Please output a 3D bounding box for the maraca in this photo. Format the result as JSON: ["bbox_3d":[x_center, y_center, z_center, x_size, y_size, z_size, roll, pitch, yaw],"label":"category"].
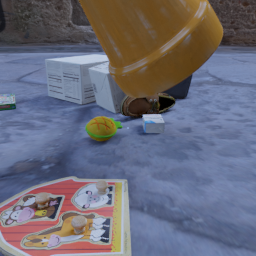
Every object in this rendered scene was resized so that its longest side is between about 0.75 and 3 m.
[{"bbox_3d":[-0.644,-0.023,7.628,0.805,0.628,1.174,31,33,21],"label":"maraca"}]

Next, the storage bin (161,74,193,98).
[{"bbox_3d":[1.634,-2.415,12.520,1.898,2.057,2.827,7,21,-8],"label":"storage bin"}]

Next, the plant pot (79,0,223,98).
[{"bbox_3d":[0.274,-2.347,5.830,2.568,2.351,2.568,-30,30,19],"label":"plant pot"}]

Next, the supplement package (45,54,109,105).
[{"bbox_3d":[-1.716,-2.267,12.322,2.278,1.622,2.925,16,25,37],"label":"supplement package"}]

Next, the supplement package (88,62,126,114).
[{"bbox_3d":[-0.153,-1.711,10.462,1.969,1.495,1.484,-25,29,-25],"label":"supplement package"}]

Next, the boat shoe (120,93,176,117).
[{"bbox_3d":[0.751,-0.870,9.631,0.799,0.846,2.352,17,26,40],"label":"boat shoe"}]

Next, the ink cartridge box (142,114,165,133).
[{"bbox_3d":[0.745,-0.170,8.459,0.572,0.334,0.986,-1,20,-3],"label":"ink cartridge box"}]

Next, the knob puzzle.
[{"bbox_3d":[-1.100,1.281,4.464,2.465,0.342,2.465,0,20,0],"label":"knob puzzle"}]

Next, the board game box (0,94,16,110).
[{"bbox_3d":[-4.985,-1.003,10.882,1.147,0.248,1.705,-7,21,-21],"label":"board game box"}]
